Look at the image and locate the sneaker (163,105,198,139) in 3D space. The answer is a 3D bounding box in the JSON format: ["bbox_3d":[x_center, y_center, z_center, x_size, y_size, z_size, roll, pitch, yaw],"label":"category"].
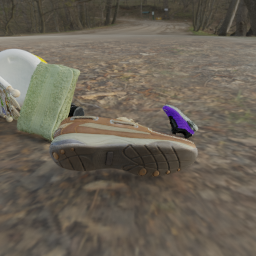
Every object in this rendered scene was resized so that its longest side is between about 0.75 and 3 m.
[{"bbox_3d":[1.147,-0.120,6.645,0.986,0.491,0.343,40,-10,6],"label":"sneaker"}]

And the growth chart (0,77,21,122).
[{"bbox_3d":[-3.256,-0.868,6.655,0.222,1.814,2.507,-51,10,-26],"label":"growth chart"}]

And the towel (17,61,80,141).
[{"bbox_3d":[-1.964,-0.681,6.774,1.361,1.834,0.335,14,-6,25],"label":"towel"}]

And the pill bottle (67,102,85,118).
[{"bbox_3d":[-1.756,-0.420,7.562,1.113,0.623,0.623,11,24,27],"label":"pill bottle"}]

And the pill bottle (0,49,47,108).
[{"bbox_3d":[-3.181,-1.533,8.724,1.571,1.571,2.876,-3,11,-8],"label":"pill bottle"}]

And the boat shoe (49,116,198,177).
[{"bbox_3d":[-0.018,0.206,4.753,2.483,0.940,0.891,7,47,-13],"label":"boat shoe"}]
